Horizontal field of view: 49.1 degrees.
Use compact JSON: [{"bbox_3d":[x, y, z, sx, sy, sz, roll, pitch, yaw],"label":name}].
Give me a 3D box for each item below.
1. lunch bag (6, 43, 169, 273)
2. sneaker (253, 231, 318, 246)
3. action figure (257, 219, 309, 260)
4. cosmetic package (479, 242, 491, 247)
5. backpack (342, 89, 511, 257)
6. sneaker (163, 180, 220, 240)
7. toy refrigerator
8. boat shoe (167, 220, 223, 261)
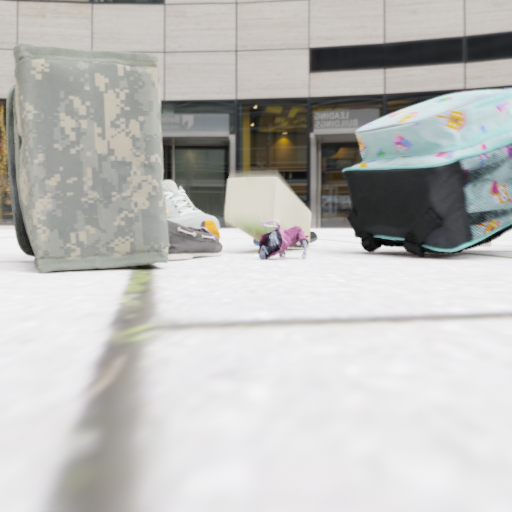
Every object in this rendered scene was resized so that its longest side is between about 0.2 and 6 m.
[{"bbox_3d":[-2.353,-1.162,7.524,1.801,2.513,3.064,-4,5,-23],"label":"lunch bag"},{"bbox_3d":[0.717,-0.574,13.253,1.625,0.665,0.595,0,-2,-21],"label":"sneaker"},{"bbox_3d":[0.422,-0.278,8.489,0.673,0.748,1.005,-5,13,43],"label":"action figure"},{"bbox_3d":[5.243,-0.469,13.204,0.417,0.494,0.956,-1,2,12],"label":"cosmetic package"},{"bbox_3d":[3.497,-1.477,9.641,3.340,2.561,2.936,-10,7,-25],"label":"backpack"},{"bbox_3d":[-2.033,-1.069,13.713,1.334,1.621,3.523,-3,5,-34],"label":"sneaker"},{"bbox_3d":[0.301,-0.732,10.809,0.947,0.873,2.495,1,-9,19],"label":"toy refrigerator"},{"bbox_3d":[-1.028,-0.277,8.881,0.712,0.607,2.130,1,4,16],"label":"boat shoe"}]
